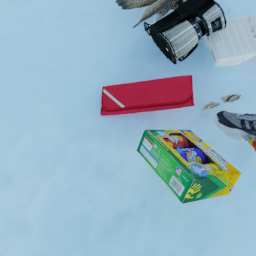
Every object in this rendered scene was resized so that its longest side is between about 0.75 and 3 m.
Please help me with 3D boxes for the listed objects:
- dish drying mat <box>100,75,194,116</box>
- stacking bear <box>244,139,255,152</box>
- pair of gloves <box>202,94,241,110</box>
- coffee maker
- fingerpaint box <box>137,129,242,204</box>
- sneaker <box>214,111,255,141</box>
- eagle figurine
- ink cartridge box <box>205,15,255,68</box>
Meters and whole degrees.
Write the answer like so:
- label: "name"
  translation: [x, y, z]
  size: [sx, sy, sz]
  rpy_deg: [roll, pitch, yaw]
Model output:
- label: "dish drying mat"
  translation: [0.544, -1.017, 8.714]
  size: [2.917, 0.266, 1.120]
  rpy_deg: [-5, 62, 16]
- label: "stacking bear"
  translation: [3.741, 0.419, 8.141]
  size: [0.487, 0.456, 0.802]
  rpy_deg: [8, 32, -3]
- label: "pair of gloves"
  translation: [2.908, -0.790, 8.701]
  size: [1.114, 0.948, 0.195]
  rpy_deg: [-23, 96, -3]
- label: "coffee maker"
  translation: [1.854, -3.509, 9.363]
  size: [2.104, 1.417, 2.021]
  rpy_deg: [-34, 74, 2]
- label: "fingerpaint box"
  translation: [1.505, 0.844, 7.178]
  size: [1.707, 0.750, 2.046]
  rpy_deg: [1, 31, -34]
- label: "sneaker"
  translation: [3.570, -0.309, 7.407]
  size: [0.986, 1.487, 2.612]
  rpy_deg: [-20, 35, -37]
- label: "eagle figurine"
  translation: [1.030, -4.344, 9.789]
  size: [2.371, 1.799, 1.789]
  rpy_deg: [-7, 102, -31]
- label: "ink cartridge box"
  translation: [3.932, -3.074, 9.755]
  size: [2.161, 0.541, 1.739]
  rpy_deg: [-8, 63, 0]
